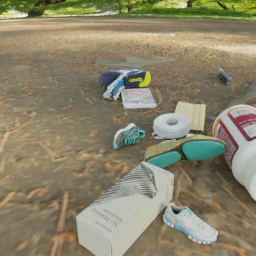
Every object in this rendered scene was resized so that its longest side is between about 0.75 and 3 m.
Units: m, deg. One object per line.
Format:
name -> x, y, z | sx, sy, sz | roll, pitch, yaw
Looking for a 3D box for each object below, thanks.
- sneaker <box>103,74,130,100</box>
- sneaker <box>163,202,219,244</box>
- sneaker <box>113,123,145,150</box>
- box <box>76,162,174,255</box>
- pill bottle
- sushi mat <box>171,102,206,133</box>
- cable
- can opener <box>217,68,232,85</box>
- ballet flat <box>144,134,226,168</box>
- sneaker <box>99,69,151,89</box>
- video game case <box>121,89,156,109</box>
sneaker -> -0.613, -2.054, 13.739 | 0.776, 0.672, 1.792 | 3, 43, 42
sneaker -> 1.403, 2.108, 6.336 | 1.319, 0.571, 0.494 | 18, 32, 28
sneaker -> 0.071, 0.318, 9.719 | 0.706, 0.601, 1.548 | 19, 35, 25
box -> 0.038, 1.830, 6.537 | 1.027, 0.855, 2.499 | 19, 33, 31
pill bottle -> 3.578, 0.646, 7.887 | 1.673, 1.673, 2.930 | 0, 28, 0
sushi mat -> 2.567, -0.514, 11.699 | 1.269, 0.161, 2.653 | 6, 29, 14
cable -> 1.606, -0.101, 10.390 | 1.348, 0.467, 1.349 | 2, 33, 14
can opener -> 5.569, -2.949, 15.915 | 0.626, 0.499, 1.871 | -3, 29, -3
ballet flat -> 1.596, 0.588, 8.247 | 2.410, 0.852, 0.852 | -18, 23, 18
sneaker -> -0.239, -2.595, 14.810 | 2.738, 1.012, 1.126 | -4, 23, -18
video game case -> 0.456, -1.445, 13.414 | 1.462, 0.184, 2.042 | -2, 28, -5
